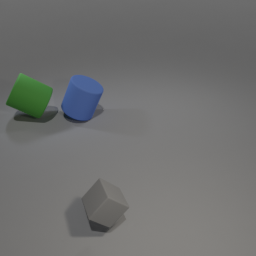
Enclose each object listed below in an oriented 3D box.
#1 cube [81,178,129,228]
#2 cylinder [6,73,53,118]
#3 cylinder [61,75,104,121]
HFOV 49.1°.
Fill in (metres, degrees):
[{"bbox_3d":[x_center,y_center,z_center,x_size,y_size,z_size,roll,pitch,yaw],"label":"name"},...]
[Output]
[{"bbox_3d":[-0.535,1.734,6.491,0.700,0.700,0.700,36,10,-35],"label":"cube"},{"bbox_3d":[-4.000,-1.294,11.392,1.400,1.400,1.400,25,23,-24],"label":"cylinder"},{"bbox_3d":[-1.906,-1.257,11.646,1.400,1.400,1.400,21,30,-13],"label":"cylinder"}]
